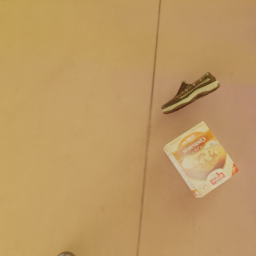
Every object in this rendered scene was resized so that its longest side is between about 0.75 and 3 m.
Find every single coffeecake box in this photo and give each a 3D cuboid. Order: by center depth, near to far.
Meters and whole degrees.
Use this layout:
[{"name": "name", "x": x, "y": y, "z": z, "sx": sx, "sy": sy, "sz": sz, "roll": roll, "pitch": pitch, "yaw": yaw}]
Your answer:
[{"name": "coffeecake box", "x": 2.104, "y": 0.921, "z": 8.204, "sx": 1.344, "sy": 0.639, "sz": 1.750, "roll": -32, "pitch": 78, "yaw": -9}]

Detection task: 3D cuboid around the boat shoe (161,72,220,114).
[{"name": "boat shoe", "x": 1.861, "y": -1.140, "z": 8.860, "sx": 2.012, "sy": 0.743, "sz": 0.744, "roll": -27, "pitch": 84, "yaw": -8}]

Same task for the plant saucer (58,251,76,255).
[{"name": "plant saucer", "x": -1.686, "y": 3.759, "z": 7.170, "sx": 1.120, "sy": 0.180, "sz": 1.120, "roll": -18, "pitch": 57, "yaw": 29}]
